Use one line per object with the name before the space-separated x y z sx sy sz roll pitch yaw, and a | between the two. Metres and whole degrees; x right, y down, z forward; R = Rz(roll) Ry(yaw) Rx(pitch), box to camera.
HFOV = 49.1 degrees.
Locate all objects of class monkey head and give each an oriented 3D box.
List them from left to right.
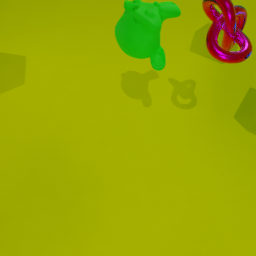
monkey head | 0.385 -1.936 5.507 1.241 1.039 1.725 -19 53 -22

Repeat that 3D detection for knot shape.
knot shape | 1.668 -1.779 4.808 0.585 1.186 1.267 -16 33 39
